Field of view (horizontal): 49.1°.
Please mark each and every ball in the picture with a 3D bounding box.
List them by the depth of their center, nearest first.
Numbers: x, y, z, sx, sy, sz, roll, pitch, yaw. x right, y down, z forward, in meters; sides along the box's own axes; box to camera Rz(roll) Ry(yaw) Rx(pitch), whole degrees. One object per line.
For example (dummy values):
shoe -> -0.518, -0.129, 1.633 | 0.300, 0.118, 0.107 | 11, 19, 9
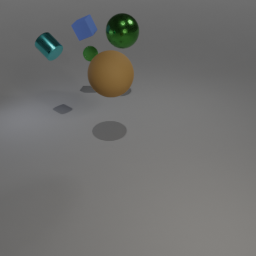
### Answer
ball -> -0.519, -1.628, 8.481 | 1.400, 1.400, 1.400 | 0, 30, 0
ball -> -0.230, -4.025, 11.652 | 1.400, 1.400, 1.400 | 0, 30, 0
ball -> -1.729, -3.431, 12.944 | 0.700, 0.700, 0.700 | 0, 30, 0

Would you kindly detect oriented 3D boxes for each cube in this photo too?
cube -> -1.807, -4.182, 11.676 | 0.700, 0.700, 0.700 | -13, 34, 23

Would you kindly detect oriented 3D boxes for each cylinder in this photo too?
cylinder -> -2.757, -2.842, 9.785 | 0.700, 0.700, 0.700 | 45, 41, 3
